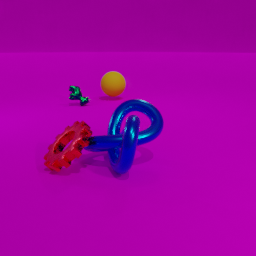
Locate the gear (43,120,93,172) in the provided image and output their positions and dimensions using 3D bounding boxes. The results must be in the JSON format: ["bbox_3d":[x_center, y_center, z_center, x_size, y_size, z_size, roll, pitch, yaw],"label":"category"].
[{"bbox_3d":[-1.272,0.363,5.900,1.191,0.220,1.191,-31,31,21],"label":"gear"}]

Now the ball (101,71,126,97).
[{"bbox_3d":[-0.692,-2.043,13.062,1.166,1.166,1.166,0,17,0],"label":"ball"}]

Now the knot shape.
[{"bbox_3d":[-0.208,0.198,6.055,1.733,0.856,1.852,-21,27,35],"label":"knot shape"}]

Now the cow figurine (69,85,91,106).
[{"bbox_3d":[-2.052,-1.383,11.867,0.882,0.897,0.492,1,-24,-18],"label":"cow figurine"}]
